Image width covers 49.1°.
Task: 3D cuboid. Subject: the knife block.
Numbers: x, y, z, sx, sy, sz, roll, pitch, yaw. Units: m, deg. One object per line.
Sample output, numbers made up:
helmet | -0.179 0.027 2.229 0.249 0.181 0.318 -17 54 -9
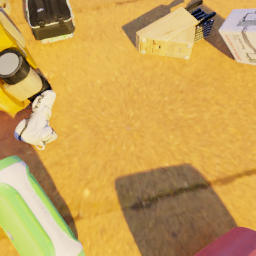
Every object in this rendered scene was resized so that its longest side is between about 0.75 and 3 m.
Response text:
knife block | 1.629 -3.476 9.456 2.497 0.799 2.192 8 66 4

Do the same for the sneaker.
sneaker | -2.397 -0.213 8.132 0.998 0.652 1.736 29 75 11

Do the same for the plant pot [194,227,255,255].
plant pot | 2.218 3.418 5.723 2.177 2.460 2.460 -35 71 -23

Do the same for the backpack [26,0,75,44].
backpack | -2.564 -3.744 9.307 1.484 1.258 1.672 -16 72 -7

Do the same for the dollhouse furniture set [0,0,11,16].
dollhouse furniture set | -4.276 -4.942 9.739 0.800 1.439 1.273 -5 66 -2

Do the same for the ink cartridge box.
ink cartridge box | 3.915 -2.535 7.975 0.890 1.542 2.119 -54 37 -4

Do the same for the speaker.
speaker | -2.236 2.119 6.468 1.292 1.292 2.921 -35 85 -14

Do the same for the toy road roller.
toy road roller | -3.910 -1.738 8.202 2.160 1.818 2.959 -31 70 0
